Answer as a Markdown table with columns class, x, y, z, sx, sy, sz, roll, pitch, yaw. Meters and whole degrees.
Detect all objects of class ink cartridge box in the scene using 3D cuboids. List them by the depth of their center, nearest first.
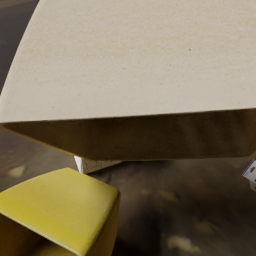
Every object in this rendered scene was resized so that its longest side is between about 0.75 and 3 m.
| class | x | y | z | sx | sy | sz | roll | pitch | yaw |
| --- | --- | --- | --- | --- | --- | --- | --- | --- | --- |
| ink cartridge box | 3.146 | 1.243 | 5.968 | 1.319 | 0.259 | 0.656 | 33 | 50 | 30 |
| ink cartridge box | -0.442 | 0.151 | 6.675 | 1.820 | 0.772 | 1.325 | -15 | 56 | -19 |

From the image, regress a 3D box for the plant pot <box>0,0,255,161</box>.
| class | x | y | z | sx | sy | sz | roll | pitch | yaw |
| --- | --- | --- | --- | --- | --- | --- | --- | --- | --- |
| plant pot | 0.349 | -0.988 | 4.042 | 2.904 | 2.900 | 2.571 | -3 | 75 | 12 |

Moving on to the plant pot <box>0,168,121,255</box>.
| class | x | y | z | sx | sy | sz | roll | pitch | yaw |
| --- | --- | --- | --- | --- | --- | --- | --- | --- | --- |
| plant pot | -0.984 | 1.647 | 4.533 | 1.706 | 1.706 | 1.504 | 19 | 34 | 21 |
